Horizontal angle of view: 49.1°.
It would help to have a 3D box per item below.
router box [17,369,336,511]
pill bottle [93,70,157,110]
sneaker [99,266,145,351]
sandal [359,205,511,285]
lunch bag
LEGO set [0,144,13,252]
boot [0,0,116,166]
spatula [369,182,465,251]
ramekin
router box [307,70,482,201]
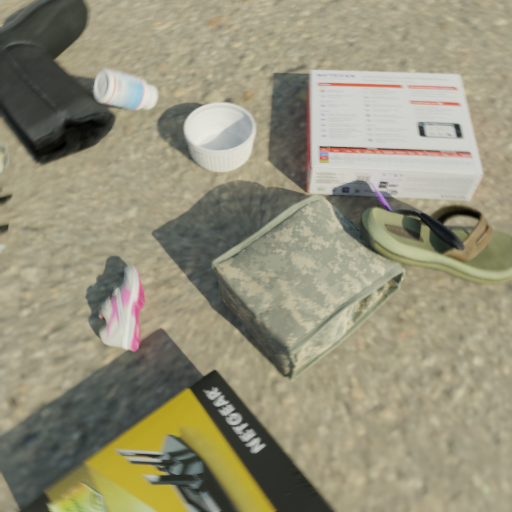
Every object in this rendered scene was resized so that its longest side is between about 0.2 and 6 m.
[{"bbox_3d":[-0.509,3.486,6.149,2.877,0.956,3.660,-34,55,-21],"label":"router box"},{"bbox_3d":[-2.438,-3.085,10.531,1.088,0.591,0.591,1,45,-47],"label":"pill bottle"},{"bbox_3d":[-2.059,0.758,8.502,0.614,0.566,1.391,0,55,0],"label":"sneaker"},{"bbox_3d":[2.994,-0.302,8.467,3.066,0.875,1.217,8,35,-28],"label":"sandal"},{"bbox_3d":[0.801,0.338,8.320,2.295,1.350,1.883,-35,62,-16],"label":"lunch bag"},{"bbox_3d":[-5.135,-0.214,9.135,3.608,1.022,2.343,-41,62,-10],"label":"LEGO set"},{"bbox_3d":[-3.844,-3.631,11.084,2.887,1.150,3.502,-39,59,-10],"label":"boot"},{"bbox_3d":[2.422,-0.610,8.683,0.263,0.723,2.558,-44,28,1],"label":"spatula"},{"bbox_3d":[-0.662,-2.166,10.426,1.295,0.680,1.295,0,56,0],"label":"ramekin"},{"bbox_3d":[2.457,-2.323,10.496,2.958,0.723,2.655,3,56,2],"label":"router box"}]
